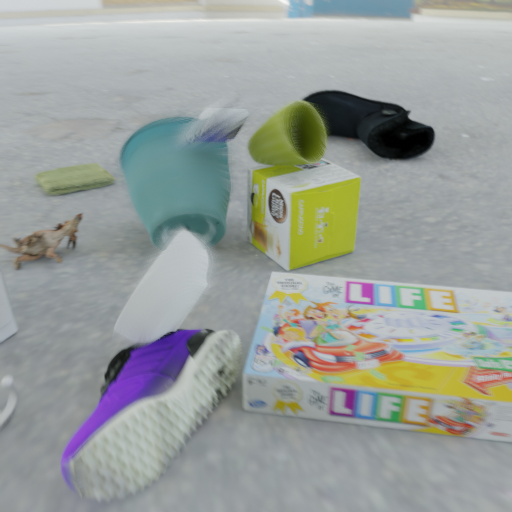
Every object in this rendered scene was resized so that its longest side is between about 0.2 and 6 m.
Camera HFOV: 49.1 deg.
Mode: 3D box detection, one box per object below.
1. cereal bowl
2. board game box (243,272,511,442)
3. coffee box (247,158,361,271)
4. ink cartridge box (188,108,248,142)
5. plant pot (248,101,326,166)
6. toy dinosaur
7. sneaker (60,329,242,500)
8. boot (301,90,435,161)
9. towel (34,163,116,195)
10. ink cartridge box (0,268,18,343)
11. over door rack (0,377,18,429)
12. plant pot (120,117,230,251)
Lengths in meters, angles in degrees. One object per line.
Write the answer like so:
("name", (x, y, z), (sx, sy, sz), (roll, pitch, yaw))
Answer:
("cereal bowl", (-0.888, 0.388, 5.839), (0.534, 1.281, 1.281), (33, 32, -2))
("board game box", (1.598, 1.062, 6.562), (3.190, 0.546, 2.145), (4, 28, 8))
("coffee box", (0.738, -0.740, 9.103), (1.339, 1.337, 1.324), (-15, 31, -26))
("ink cartridge box", (-0.572, -1.904, 8.379), (0.710, 0.716, 0.155), (-11, 63, -38))
("plant pot", (0.394, -1.784, 8.675), (1.012, 0.947, 0.947), (-10, 15, 44))
("toy dinosaur", (-3.421, -0.204, 9.021), (1.339, 0.575, 0.908), (-13, 18, 7))
("sneaker", (-1.207, 1.455, 5.713), (1.168, 0.816, 2.349), (8, 25, 30))
("boot", (2.632, -3.311, 14.048), (3.146, 1.201, 2.643), (5, 24, -3))
("towel", (-3.865, -1.641, 11.953), (1.484, 0.271, 1.101), (-16, 33, -29))
("ink cartridge box", (-3.894, 0.613, 6.924), (1.371, 1.001, 1.006), (14, 33, 25))
("over door rack", (-3.327, 1.792, 5.089), (1.517, 0.684, 2.053), (1, 28, 3))
("plant pot", (-1.204, -1.007, 9.111), (1.793, 1.793, 1.685), (-7, 60, -13))
